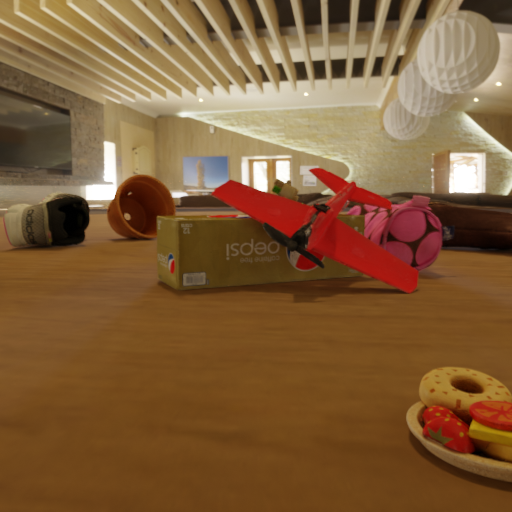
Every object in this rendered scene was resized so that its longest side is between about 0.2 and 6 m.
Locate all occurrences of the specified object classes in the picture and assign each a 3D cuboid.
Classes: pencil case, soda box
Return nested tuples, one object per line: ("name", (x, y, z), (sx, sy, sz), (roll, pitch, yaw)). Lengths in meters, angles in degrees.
("pencil case", (2.045, -0.383, 8.759), (1.056, 1.090, 2.327), (1, 5, -10))
("soda box", (0.101, -0.116, 7.349), (2.663, 0.852, 0.902), (-2, 8, -26))

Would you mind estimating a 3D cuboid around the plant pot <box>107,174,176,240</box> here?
("plant pot", (-3.013, -1.120, 14.161), (1.622, 1.622, 1.135), (-5, -8, -41))

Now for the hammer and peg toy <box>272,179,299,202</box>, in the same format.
("hammer and peg toy", (0.554, -1.380, 15.477), (0.718, 1.497, 2.035), (29, -1, 6))

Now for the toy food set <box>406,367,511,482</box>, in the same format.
("toy food set", (1.123, 0.736, 2.497), (0.868, 0.213, 0.877), (4, 7, 29))

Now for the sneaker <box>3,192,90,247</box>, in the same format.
("sneaker", (-4.271, -0.797, 12.597), (1.359, 1.146, 3.107), (2, 10, 6))

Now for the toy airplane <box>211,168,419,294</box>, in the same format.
("toy airplane", (0.935, -0.517, 7.037), (2.755, 0.507, 2.755), (16, 27, -9))

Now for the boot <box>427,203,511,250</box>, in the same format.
("boot", (4.316, -0.561, 10.962), (2.616, 0.946, 2.176), (2, 4, -13))
